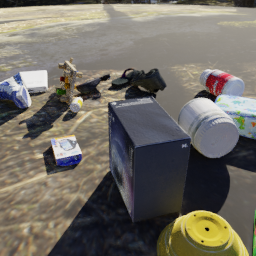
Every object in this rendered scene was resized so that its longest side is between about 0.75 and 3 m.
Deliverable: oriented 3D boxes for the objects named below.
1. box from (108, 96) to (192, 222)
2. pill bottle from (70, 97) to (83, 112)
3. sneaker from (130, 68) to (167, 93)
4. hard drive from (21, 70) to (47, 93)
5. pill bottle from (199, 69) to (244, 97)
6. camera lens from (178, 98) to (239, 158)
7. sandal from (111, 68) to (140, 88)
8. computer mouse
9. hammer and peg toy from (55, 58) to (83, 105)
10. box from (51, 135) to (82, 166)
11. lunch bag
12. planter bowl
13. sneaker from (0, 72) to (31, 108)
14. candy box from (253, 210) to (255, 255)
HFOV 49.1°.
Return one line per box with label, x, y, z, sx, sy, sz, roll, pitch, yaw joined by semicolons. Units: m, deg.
box;0.407;0.734;7.570;1.473;2.391;2.371;-9;32;-16
pill bottle;-2.293;-1.069;12.572;0.455;0.455;0.812;3;30;6
sneaker;0.995;-2.269;14.210;0.986;1.179;2.597;-47;24;-9
hard drive;-5.224;-2.524;15.165;1.625;0.324;2.464;-7;31;-12
pill bottle;4.501;-2.145;13.691;1.177;1.177;2.097;-14;32;-22
camera lens;2.725;-0.062;9.770;1.536;1.536;1.920;-6;30;-11
sandal;0.032;-2.881;15.512;0.930;0.592;2.475;18;35;28
computer mouse;-1.827;-2.188;14.296;1.345;0.512;1.942;-7;19;44
hammer and peg toy;-2.976;-2.342;13.447;0.849;1.770;2.407;0;28;-28
box;-2.113;0.766;9.612;0.864;0.301;1.451;-11;30;-19
lunch bag;4.621;-0.499;11.021;2.503;1.032;2.012;13;34;22
planter bowl;1.686;2.472;6.155;2.059;0.858;2.059;0;30;0
sneaker;-5.471;-1.606;13.153;1.417;0.991;2.454;-23;43;-7
candy box;3.767;2.599;5.881;1.975;0.900;2.336;14;32;19
